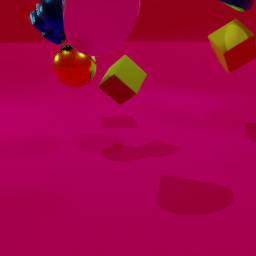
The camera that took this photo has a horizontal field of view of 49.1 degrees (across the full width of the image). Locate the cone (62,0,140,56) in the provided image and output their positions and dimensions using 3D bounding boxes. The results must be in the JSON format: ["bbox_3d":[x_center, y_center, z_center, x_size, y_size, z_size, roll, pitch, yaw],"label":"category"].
[{"bbox_3d":[-0.762,-2.142,4.614,1.379,1.379,1.384,-16,51,-39],"label":"cone"}]

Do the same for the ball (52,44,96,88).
[{"bbox_3d":[-1.224,-1.420,6.426,0.993,0.993,0.993,0,19,0],"label":"ball"}]

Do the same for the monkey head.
[{"bbox_3d":[-1.555,-2.423,6.301,0.915,1.518,1.092,-41,5,11],"label":"monkey head"}]

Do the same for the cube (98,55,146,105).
[{"bbox_3d":[-0.133,-1.147,6.787,0.729,0.729,0.729,-27,30,50],"label":"cube"}]

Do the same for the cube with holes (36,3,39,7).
[{"bbox_3d":[-2.050,-3.436,8.533,1.000,1.000,1.000,-30,38,1],"label":"cube with holes"}]

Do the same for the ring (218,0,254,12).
[{"bbox_3d":[2.233,-3.567,7.124,2.089,0.418,2.089,20,31,-13],"label":"ring"}]

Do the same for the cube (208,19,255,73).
[{"bbox_3d":[3.030,-2.357,8.095,0.920,0.920,0.920,-30,51,12],"label":"cube"}]
